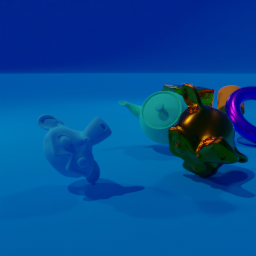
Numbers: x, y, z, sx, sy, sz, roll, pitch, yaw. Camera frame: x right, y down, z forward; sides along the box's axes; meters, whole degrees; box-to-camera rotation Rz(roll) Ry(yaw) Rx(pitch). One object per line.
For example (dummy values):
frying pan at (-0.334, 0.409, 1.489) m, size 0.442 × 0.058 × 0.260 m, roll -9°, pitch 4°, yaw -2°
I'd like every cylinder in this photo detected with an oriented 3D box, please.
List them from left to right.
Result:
cylinder at (2.908, -0.710, 7.929) m, size 0.716 × 0.716 × 0.716 m, roll 3°, pitch 55°, yaw 15°

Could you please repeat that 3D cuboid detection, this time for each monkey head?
monkey head at (-0.709, 0.236, 3.985) m, size 0.932 × 1.295 × 0.781 m, roll -41°, pitch 11°, yaw -13°
monkey head at (1.298, 0.140, 4.306) m, size 1.038 × 1.722 × 1.239 m, roll -45°, pitch 13°, yaw -22°

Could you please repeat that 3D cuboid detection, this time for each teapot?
teapot at (0.691, -0.286, 5.811) m, size 1.830 × 1.138 × 0.896 m, roll 13°, pitch -15°, yaw 25°

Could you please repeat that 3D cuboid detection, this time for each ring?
ring at (3.191, -0.317, 6.661) m, size 1.762 × 0.352 × 1.762 m, roll 2°, pitch 53°, yaw -3°

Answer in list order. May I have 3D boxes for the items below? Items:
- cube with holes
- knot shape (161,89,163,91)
cube with holes at (1.707, -0.646, 8.294) m, size 1.140 × 1.140 × 1.140 m, roll 1°, pitch 13°, yaw -10°
knot shape at (1.453, -0.793, 9.640) m, size 1.110 × 0.548 × 1.186 m, roll 36°, pitch 56°, yaw 15°
